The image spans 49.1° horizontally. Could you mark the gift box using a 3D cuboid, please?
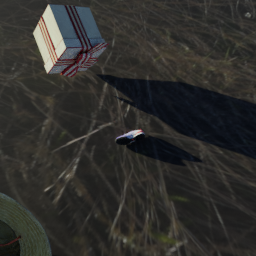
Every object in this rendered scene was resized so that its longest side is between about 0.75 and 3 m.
[{"bbox_3d":[-1.707,-2.745,8.955,1.864,1.720,1.741,-16,80,-35],"label":"gift box"}]

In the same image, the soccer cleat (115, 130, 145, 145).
[{"bbox_3d":[0.045,0.267,8.321,0.897,0.306,0.328,-15,34,-5],"label":"soccer cleat"}]

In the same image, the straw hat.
[{"bbox_3d":[-2.879,2.464,6.196,2.815,1.191,2.815,0,96,-1],"label":"straw hat"}]
